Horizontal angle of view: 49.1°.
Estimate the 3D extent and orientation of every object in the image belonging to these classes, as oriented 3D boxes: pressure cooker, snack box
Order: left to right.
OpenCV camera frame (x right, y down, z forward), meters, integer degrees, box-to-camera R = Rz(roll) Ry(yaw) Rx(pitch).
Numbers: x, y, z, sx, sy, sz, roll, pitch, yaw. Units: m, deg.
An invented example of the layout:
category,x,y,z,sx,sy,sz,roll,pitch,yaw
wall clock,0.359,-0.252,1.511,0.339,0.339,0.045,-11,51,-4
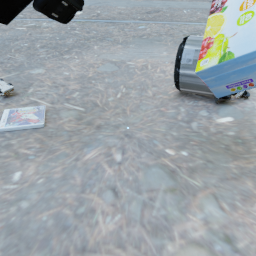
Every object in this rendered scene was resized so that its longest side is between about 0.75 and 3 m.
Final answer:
category,x,y,z,sx,sy,sz,roll,pitch,yaw
pressure cooker,2.781,-1.965,9.200,2.212,1.946,1.976,11,38,23
snack box,2.508,-1.990,4.863,2.196,0.881,2.604,-13,49,46

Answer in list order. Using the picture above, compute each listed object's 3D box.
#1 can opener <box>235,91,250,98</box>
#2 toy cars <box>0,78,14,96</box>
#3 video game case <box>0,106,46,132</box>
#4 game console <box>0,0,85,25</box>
category,x,y,z,sx,sy,sz,roll,pitch,yaw
can opener,3.870,-1.434,9.920,0.475,0.376,1.429,31,30,-18
toy cars,-4.953,-1.333,9.616,2.128,0.471,0.954,0,38,-7
video game case,-3.083,-0.298,8.270,1.239,0.142,1.129,-6,34,-10
game console,-1.808,-2.749,5.923,1.754,0.358,2.974,-35,-1,15
